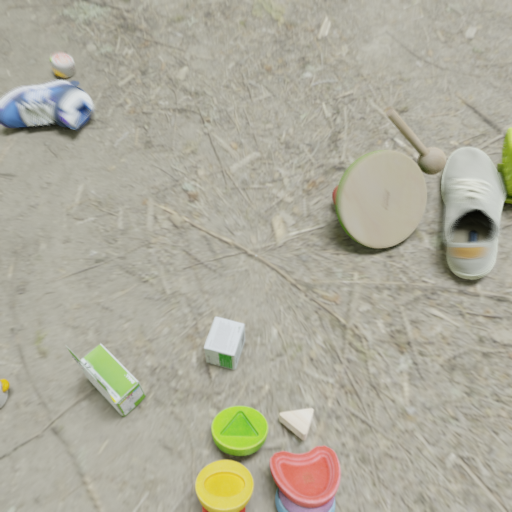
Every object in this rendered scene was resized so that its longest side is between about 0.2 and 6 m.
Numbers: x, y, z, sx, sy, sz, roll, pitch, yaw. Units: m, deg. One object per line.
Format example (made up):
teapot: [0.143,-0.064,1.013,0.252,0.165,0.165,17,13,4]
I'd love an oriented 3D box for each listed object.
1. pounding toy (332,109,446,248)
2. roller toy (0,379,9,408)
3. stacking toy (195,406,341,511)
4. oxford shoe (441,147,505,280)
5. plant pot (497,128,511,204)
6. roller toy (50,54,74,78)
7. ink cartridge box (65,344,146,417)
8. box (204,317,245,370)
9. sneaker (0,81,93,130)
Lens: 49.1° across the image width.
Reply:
pounding toy: [2.450,-1.426,11.296,1.906,1.146,2.469,31,91,-21]
roller toy: [-4.493,2.292,9.323,0.659,0.461,0.601,14,57,9]
stacking toy: [0.158,3.340,8.677,2.122,0.896,1.921,1,30,-3]
oxford shoe: [4.313,-1.079,11.195,1.230,0.945,3.272,-1,53,23]
plant pot: [5.734,-1.759,11.587,1.298,1.183,1.304,6,55,5]
roller toy: [-4.847,-4.755,14.066,0.536,0.411,0.587,-17,57,-26]
ink cartridge box: [-2.398,1.885,9.038,1.021,1.381,0.523,38,64,23]
box: [-0.537,1.520,9.727,0.555,0.645,0.648,14,57,9]
sneaker: [-4.749,-3.290,12.754,2.028,0.817,1.485,-30,49,-25]
